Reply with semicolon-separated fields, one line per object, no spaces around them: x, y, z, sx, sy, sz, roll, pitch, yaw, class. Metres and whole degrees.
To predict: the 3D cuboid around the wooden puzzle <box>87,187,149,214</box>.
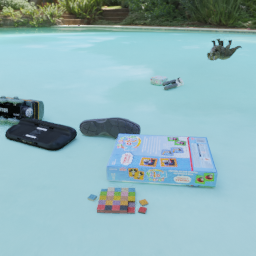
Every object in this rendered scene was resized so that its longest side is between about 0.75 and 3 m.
-0.214;1.485;5.805;1.274;0.090;0.756;1;23;2;wooden puzzle

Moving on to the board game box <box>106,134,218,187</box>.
0.836;0.732;7.088;2.463;0.451;1.863;3;23;7;board game box

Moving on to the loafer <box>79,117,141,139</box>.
-0.521;-0.072;8.734;1.952;0.702;0.615;3;19;14;loafer

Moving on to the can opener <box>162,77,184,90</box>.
2.268;-2.208;14.143;1.599;0.421;0.532;-22;-3;-44;can opener

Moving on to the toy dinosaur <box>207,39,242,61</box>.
3.397;-2.785;10.147;1.565;0.800;0.602;-4;8;-27;toy dinosaur

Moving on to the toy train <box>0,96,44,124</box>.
-4.094;-0.692;9.927;2.270;0.968;1.294;8;11;25;toy train

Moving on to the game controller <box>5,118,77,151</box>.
-2.685;0.171;8.589;2.204;0.464;1.150;11;40;25;game controller

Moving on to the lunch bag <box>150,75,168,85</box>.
1.646;-2.499;14.736;0.741;0.356;0.924;21;31;35;lunch bag
